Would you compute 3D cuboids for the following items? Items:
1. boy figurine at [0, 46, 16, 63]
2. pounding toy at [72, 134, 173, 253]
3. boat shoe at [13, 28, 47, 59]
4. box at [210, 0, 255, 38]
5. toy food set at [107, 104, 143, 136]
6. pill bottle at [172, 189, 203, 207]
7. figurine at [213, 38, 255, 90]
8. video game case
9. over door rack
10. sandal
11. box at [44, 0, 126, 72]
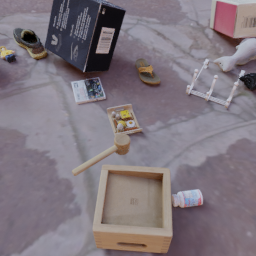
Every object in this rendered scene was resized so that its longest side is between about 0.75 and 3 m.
[{"bbox_3d":[-5.319,-3.275,12.356,0.649,0.336,1.044,-31,57,-21],"label":"boy figurine"},{"bbox_3d":[-0.188,1.597,7.362,2.471,1.287,2.813,3,48,3],"label":"pounding toy"},{"bbox_3d":[-4.505,-4.065,12.703,0.917,0.844,2.568,-30,55,-24],"label":"boat shoe"},{"bbox_3d":[5.050,-5.106,12.794,1.649,1.405,2.579,-6,30,-6],"label":"box"},{"bbox_3d":[-0.133,-0.298,9.652,0.932,0.392,1.299,-12,49,-10],"label":"toy food set"},{"bbox_3d":[1.609,1.934,7.648,0.776,0.422,0.422,-7,49,-5],"label":"pill bottle"},{"bbox_3d":[4.931,-2.567,11.392,2.207,0.974,2.262,-30,54,-19],"label":"figurine"},{"bbox_3d":[-1.546,-1.463,10.866,1.129,0.145,1.241,-12,49,-10],"label":"video game case"},{"bbox_3d":[3.436,-1.897,10.848,1.683,0.759,2.278,24,52,19],"label":"over door rack"},{"bbox_3d":[0.754,-2.403,11.462,0.728,0.490,1.814,-13,50,-12],"label":"sandal"},{"bbox_3d":[-1.789,-3.950,11.211,2.612,2.569,1.534,35,30,27],"label":"box"}]
